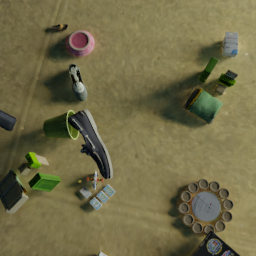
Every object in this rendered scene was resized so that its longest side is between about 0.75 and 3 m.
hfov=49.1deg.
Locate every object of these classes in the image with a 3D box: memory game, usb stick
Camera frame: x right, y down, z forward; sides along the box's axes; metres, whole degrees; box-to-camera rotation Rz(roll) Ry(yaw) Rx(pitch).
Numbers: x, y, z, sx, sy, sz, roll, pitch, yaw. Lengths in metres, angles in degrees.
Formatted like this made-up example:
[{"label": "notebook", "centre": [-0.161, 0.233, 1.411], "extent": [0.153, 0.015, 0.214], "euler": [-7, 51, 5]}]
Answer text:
[{"label": "memory game", "centre": [2.993, 3.027, 10.757], "extent": [2.146, 0.137, 2.146], "euler": [0, 79, 0]}, {"label": "usb stick", "centre": [-4.547, -0.538, 8.922], "extent": [1.998, 0.326, 0.554], "euler": [29, 112, -14]}]

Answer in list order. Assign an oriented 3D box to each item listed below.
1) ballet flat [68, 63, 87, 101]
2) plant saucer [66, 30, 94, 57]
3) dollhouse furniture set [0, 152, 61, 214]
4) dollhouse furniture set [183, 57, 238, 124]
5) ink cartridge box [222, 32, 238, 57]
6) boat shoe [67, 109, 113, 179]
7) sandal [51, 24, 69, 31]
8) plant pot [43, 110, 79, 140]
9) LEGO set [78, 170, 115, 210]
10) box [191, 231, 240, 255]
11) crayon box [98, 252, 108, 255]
[{"label": "ballet flat", "centre": [-2.133, -1.908, 11.628], "extent": [0.560, 0.529, 1.660], "euler": [-18, 79, -4]}, {"label": "plant saucer", "centre": [-2.083, -3.717, 12.135], "extent": [1.231, 0.312, 1.231], "euler": [0, 78, 1]}, {"label": "dollhouse furniture set", "centre": [-3.884, 2.152, 10.792], "extent": [2.099, 1.053, 1.375], "euler": [-45, 60, 9]}, {"label": "dollhouse furniture set", "centre": [3.343, -1.450, 11.246], "extent": [1.401, 1.074, 2.139], "euler": [31, 80, 6]}, {"label": "ink cartridge box", "centre": [4.415, -3.609, 12.094], "extent": [0.574, 0.336, 0.990], "euler": [7, 78, 1]}, {"label": "boat shoe", "centre": [-1.041, 0.499, 7.614], "extent": [0.648, 0.751, 2.066], "euler": [-19, 78, -23]}, {"label": "sandal", "centre": [-3.016, -4.455, 12.343], "extent": [0.782, 0.211, 0.314], "euler": [0, 78, 0]}, {"label": "plant pot", "centre": [-2.667, -0.051, 11.025], "extent": [1.118, 1.177, 1.177], "euler": [-8, 78, 11]}, {"label": "LEGO set", "centre": [-1.296, 2.333, 10.827], "extent": [1.004, 0.330, 1.343], "euler": [-43, 81, -12]}, {"label": "box", "centre": [3.047, 4.929, 10.140], "extent": [1.451, 0.401, 1.811], "euler": [42, 84, 6]}, {"label": "crayon box", "centre": [-0.421, 5.998, 9.797], "extent": [2.513, 0.732, 2.168], "euler": [26, 79, 5]}]
